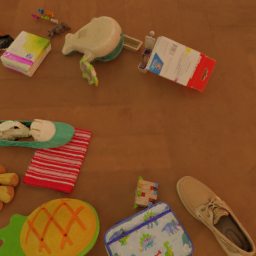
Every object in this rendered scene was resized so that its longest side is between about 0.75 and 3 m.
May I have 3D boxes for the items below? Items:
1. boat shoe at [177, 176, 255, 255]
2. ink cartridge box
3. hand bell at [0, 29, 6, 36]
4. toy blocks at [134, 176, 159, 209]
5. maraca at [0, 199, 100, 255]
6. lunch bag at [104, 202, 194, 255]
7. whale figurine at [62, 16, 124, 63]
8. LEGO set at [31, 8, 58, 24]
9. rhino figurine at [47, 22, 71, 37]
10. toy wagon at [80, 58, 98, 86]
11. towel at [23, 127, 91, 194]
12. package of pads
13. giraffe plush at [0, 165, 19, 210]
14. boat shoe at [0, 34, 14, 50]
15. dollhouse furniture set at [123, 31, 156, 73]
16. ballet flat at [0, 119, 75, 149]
[{"bbox_3d":[2.631,2.533,8.405,1.021,0.924,2.865,-36,68,-17],"label":"boat shoe"},{"bbox_3d":[1.955,-2.364,10.482,2.244,0.755,1.304,21,101,-11],"label":"ink cartridge box"},{"bbox_3d":[-6.303,-4.598,12.178,2.326,1.211,1.211,32,67,3],"label":"hand bell"},{"bbox_3d":[0.613,2.114,8.930,0.700,0.512,1.024,14,63,-6],"label":"toy blocks"},{"bbox_3d":[-2.237,2.955,7.846,2.902,1.553,1.990,-12,41,-4],"label":"maraca"},{"bbox_3d":[0.535,3.307,8.032,2.269,0.936,1.824,-22,62,-12],"label":"lunch bag"},{"bbox_3d":[-1.381,-3.445,11.445,2.643,1.371,2.103,-3,69,26],"label":"whale figurine"},{"bbox_3d":[-3.652,-5.045,12.629,1.185,0.486,0.452,15,94,2],"label":"LEGO set"},{"bbox_3d":[-3.075,-4.256,12.237,1.116,0.334,0.488,-35,61,-14],"label":"rhino figurine"},{"bbox_3d":[-1.465,-2.089,10.778,0.240,0.940,1.211,-33,68,-22],"label":"toy wagon"},{"bbox_3d":[-2.388,0.961,9.595,1.721,0.268,2.380,12,63,5],"label":"towel"},{"bbox_3d":[-4.176,-3.067,11.480,1.352,0.597,1.750,22,64,9],"label":"package of pads"},{"bbox_3d":[-4.501,1.647,8.565,1.789,1.451,1.544,10,63,5],"label":"giraffe plush"},{"bbox_3d":[-5.663,-3.513,11.681,1.805,0.599,0.675,-10,68,-6],"label":"boat shoe"},{"bbox_3d":[0.250,-3.359,11.238,1.807,1.282,1.432,25,65,12],"label":"dollhouse furniture set"},{"bbox_3d":[-3.322,0.156,9.444,2.923,1.029,0.984,-2,66,4],"label":"ballet flat"}]
